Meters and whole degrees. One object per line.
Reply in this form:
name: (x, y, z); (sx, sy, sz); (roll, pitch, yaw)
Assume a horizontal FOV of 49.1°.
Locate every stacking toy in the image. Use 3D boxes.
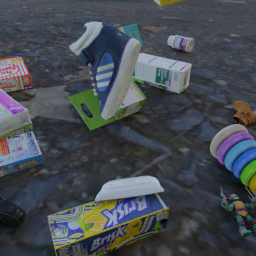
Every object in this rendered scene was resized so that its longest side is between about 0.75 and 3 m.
stacking toy: (3.461, 1.201, 7.320); (1.238, 1.238, 2.900); (-13, 43, -18)

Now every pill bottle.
pill bottle: (3.076, -5.001, 16.450); (1.423, 0.793, 0.793); (26, 42, 32)

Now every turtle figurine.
turtle figurine: (2.684, 1.923, 6.620); (0.904, 0.608, 1.207); (-14, 50, -2)

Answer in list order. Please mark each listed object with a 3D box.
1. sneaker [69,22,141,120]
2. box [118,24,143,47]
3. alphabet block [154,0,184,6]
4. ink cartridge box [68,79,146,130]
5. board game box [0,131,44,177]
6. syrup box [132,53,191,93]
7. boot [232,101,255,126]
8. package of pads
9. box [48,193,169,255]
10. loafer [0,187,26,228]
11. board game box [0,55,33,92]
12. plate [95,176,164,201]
sneaker: (-0.834, -1.623, 7.728); (1.805, 2.465, 0.993); (27, 30, 10)
box: (-0.423, -3.245, 10.536); (0.554, 0.927, 2.254); (-6, 19, 45)
alphabet block: (1.483, -5.260, 10.477); (0.988, 0.993, 1.011); (-16, 37, -1)
ink cartridge box: (-0.749, -1.104, 10.216); (2.262, 0.857, 1.672); (-25, 71, -32)
board game box: (-3.383, 0.750, 8.504); (1.309, 0.374, 1.337); (-16, 38, -21)
syrup box: (1.436, -2.515, 12.643); (2.595, 1.022, 1.057); (21, 40, 27)
boot: (4.143, -0.547, 10.332); (0.950, 0.453, 1.228); (-24, 39, -26)
package of pads: (-4.963, -0.390, 9.634); (2.171, 0.958, 2.810); (-30, 44, -36)
box: (-0.392, 2.099, 6.180); (2.496, 0.802, 0.874); (-13, 37, -19)
loafer: (-3.484, 1.599, 6.780); (2.709, 0.920, 0.951); (13, 45, 24)
board game box: (-5.745, -2.477, 12.922); (2.104, 0.643, 2.778); (-16, 38, -21)
plate: (0.031, 1.409, 6.795); (1.537, 0.248, 1.533); (-8, -2, 1)
